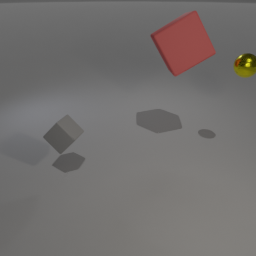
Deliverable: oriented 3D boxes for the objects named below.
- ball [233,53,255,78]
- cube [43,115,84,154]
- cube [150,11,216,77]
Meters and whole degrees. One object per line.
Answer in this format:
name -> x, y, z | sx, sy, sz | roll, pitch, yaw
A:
ball -> 3.439, -1.815, 8.149 | 0.700, 0.700, 0.700 | 0, 28, 0
cube -> -1.824, 0.173, 7.991 | 0.700, 0.700, 0.700 | 46, 25, -6
cube -> 1.677, -2.666, 8.844 | 1.400, 1.400, 1.400 | -29, 17, 10
